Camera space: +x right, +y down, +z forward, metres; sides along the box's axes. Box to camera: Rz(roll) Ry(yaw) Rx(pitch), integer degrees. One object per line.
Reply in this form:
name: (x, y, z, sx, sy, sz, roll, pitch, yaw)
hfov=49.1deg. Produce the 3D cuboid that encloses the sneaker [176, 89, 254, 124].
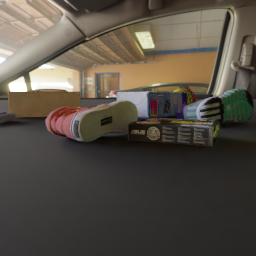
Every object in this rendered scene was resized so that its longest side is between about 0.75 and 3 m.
sneaker: (2.782, -0.653, 8.731, 2.830, 1.053, 1.239, -6, 4, -39)

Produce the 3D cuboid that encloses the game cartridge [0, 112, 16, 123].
game cartridge: (-4.736, -0.331, 8.911, 1.855, 0.356, 1.202, 0, 3, 2)

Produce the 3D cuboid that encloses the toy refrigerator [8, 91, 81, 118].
toy refrigerator: (-3.240, -0.957, 11.107, 2.657, 1.009, 0.930, -2, 7, -13)

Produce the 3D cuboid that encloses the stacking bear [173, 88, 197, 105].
stacking bear: (2.516, -1.298, 13.699, 1.300, 1.218, 2.141, 3, 13, 24)

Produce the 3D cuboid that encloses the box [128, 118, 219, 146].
box: (0.962, 0.036, 5.632, 1.593, 0.353, 1.276, 3, 8, 23)

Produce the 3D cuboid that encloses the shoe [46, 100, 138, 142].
shoe: (-0.688, -0.216, 6.004, 0.965, 0.758, 2.123, 9, 15, 32)

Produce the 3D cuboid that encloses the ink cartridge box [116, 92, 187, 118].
ink cartridge box: (1.105, -0.957, 11.068, 2.612, 0.997, 1.782, -8, 11, -41)
